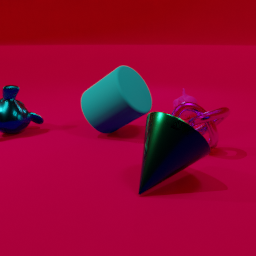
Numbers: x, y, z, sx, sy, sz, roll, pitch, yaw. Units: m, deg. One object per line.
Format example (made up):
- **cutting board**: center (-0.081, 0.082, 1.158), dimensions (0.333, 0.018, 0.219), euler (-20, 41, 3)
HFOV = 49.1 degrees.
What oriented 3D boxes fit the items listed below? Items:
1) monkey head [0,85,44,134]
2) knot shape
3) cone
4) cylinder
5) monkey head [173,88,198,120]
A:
- **monkey head**: center (-3.005, -0.432, 7.205), dimensions (1.629, 1.172, 0.982), euler (-8, 55, -41)
- **knot shape**: center (1.574, 0.003, 6.088), dimensions (1.260, 1.179, 0.582), euler (-7, 42, 11)
- **cone**: center (0.515, 0.596, 4.680), dimensions (1.242, 1.242, 1.247), euler (18, 65, 43)
- **cylinder**: center (-0.288, -0.690, 7.119), dimensions (1.311, 1.311, 1.311), euler (-28, 0, 34)
- **monkey head**: center (1.825, -0.733, 8.629), dimensions (0.727, 0.868, 1.206), euler (-25, 66, -9)
